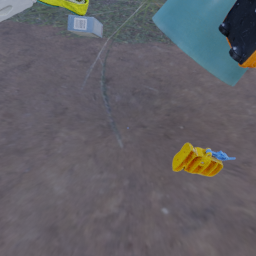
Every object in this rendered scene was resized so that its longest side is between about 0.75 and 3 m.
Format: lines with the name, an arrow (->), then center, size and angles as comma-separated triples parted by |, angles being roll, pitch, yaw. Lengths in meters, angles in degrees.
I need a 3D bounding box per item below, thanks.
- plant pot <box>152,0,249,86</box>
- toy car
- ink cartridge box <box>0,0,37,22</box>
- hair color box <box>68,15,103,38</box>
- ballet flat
plant pot -> 2.323, -2.717, 6.755 | 2.726, 2.187, 2.726 | 31, 28, -18
toy car -> 1.650, -0.654, 4.437 | 0.970, 2.914, 1.430 | 18, 25, -15
ink cartridge box -> -1.935, -2.101, 3.866 | 0.890, 0.511, 1.226 | -28, 67, -1
hair color box -> -1.019, -2.482, 6.906 | 0.596, 0.365, 1.204 | 8, 13, 3
ballet flat -> -1.993, -4.000, 8.533 | 2.020, 0.677, 0.675 | -3, 54, -52
